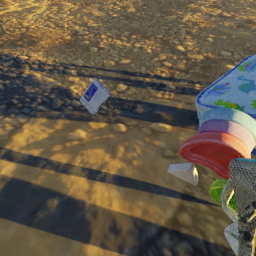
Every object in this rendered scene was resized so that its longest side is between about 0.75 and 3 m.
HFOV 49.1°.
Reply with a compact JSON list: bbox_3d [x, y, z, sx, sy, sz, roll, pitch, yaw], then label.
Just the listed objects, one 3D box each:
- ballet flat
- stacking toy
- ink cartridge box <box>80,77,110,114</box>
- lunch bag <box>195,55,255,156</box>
[{"bbox_3d":[1.663,1.283,3.827,0.697,2.055,0.774,-28,27,-35],"label":"ballet flat"},{"bbox_3d":[1.793,0.532,4.514,2.049,1.855,0.866,31,63,-4],"label":"stacking toy"},{"bbox_3d":[-0.813,-0.838,7.142,0.537,1.079,0.212,48,48,1],"label":"ink cartridge box"},{"bbox_3d":[3.133,-0.680,6.461,2.926,1.206,2.352,-36,37,-27],"label":"lunch bag"}]
